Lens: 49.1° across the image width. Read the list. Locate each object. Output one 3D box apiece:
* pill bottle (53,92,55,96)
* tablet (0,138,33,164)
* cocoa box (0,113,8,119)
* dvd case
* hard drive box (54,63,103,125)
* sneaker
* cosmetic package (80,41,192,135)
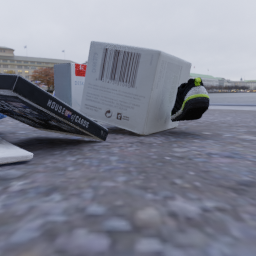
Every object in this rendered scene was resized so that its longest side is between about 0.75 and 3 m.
[{"bbox_3d":[-1.702,-1.089,10.925,1.531,1.531,2.692,-5,8,-40],"label":"pill bottle"},{"bbox_3d":[-2.360,0.321,4.065,1.361,0.143,2.091,-5,7,-36],"label":"tablet"},{"bbox_3d":[-3.754,-1.300,5.828,1.790,2.727,1.819,-17,10,-17],"label":"cocoa box"},{"bbox_3d":[-1.653,-0.315,4.843,1.778,0.293,2.366,8,-13,28],"label":"dvd case"},{"bbox_3d":[-1.463,-0.965,8.440,0.698,1.818,1.417,4,8,34],"label":"hard drive box"},{"bbox_3d":[1.405,-0.635,6.384,0.671,0.775,1.871,-4,-11,-7],"label":"sneaker"},{"bbox_3d":[0.272,-1.046,7.353,1.906,1.908,2.313,17,13,28],"label":"cosmetic package"}]
